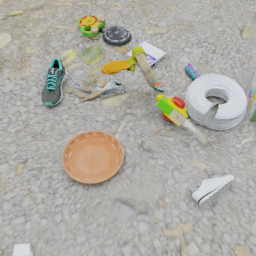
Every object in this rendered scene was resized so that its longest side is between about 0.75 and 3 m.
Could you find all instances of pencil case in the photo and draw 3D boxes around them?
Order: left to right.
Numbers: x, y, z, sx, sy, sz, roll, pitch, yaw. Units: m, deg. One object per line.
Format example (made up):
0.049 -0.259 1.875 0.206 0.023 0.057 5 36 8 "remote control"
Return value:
3.117 -2.601 13.323 0.431 0.468 1.013 -22 55 -15 "pencil case"

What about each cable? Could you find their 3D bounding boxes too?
3.757 -1.159 11.943 2.600 0.900 2.600 33 60 23 "cable"

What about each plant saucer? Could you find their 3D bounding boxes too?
-1.302 1.107 10.543 2.294 0.429 2.294 0 54 0 "plant saucer"

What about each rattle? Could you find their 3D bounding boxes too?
0.347 -1.944 11.435 1.858 2.601 1.693 -41 69 -1 "rattle"

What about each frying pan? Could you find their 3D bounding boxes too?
-0.899 -5.399 15.521 1.635 0.440 2.703 -29 62 -20 "frying pan"

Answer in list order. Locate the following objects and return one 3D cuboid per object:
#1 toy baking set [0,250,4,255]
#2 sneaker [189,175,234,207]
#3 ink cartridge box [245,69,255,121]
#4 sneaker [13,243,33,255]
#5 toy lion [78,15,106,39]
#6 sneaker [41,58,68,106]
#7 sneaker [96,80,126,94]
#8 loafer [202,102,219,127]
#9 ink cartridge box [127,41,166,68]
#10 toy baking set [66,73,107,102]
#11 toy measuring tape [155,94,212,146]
-4.504 3.945 8.561 1.316 0.153 1.010 28 58 20 "toy baking set"
2.962 2.016 9.766 1.692 0.647 0.681 -25 48 -19 "sneaker"
5.566 -1.114 11.673 0.743 1.301 2.506 7 53 5 "ink cartridge box"
-3.155 3.966 8.414 0.577 0.368 0.999 -7 52 -2 "sneaker"
-2.122 -5.740 15.675 1.580 0.566 1.648 13 56 16 "toy lion"
-3.385 -2.133 12.529 0.991 1.166 2.555 1 54 1 "sneaker"
-0.777 -1.927 12.744 1.365 0.592 0.512 -5 54 -2 "sneaker"
2.954 -0.498 9.966 0.343 0.343 0.982 29 79 0 "loafer"
0.938 -3.696 14.236 1.460 0.317 1.446 37 61 22 "ink cartridge box"
-1.855 -1.828 12.830 1.854 0.216 1.423 -30 58 -6 "toy baking set"
2.297 -0.428 11.462 2.892 1.064 1.064 42 63 13 "toy measuring tape"
